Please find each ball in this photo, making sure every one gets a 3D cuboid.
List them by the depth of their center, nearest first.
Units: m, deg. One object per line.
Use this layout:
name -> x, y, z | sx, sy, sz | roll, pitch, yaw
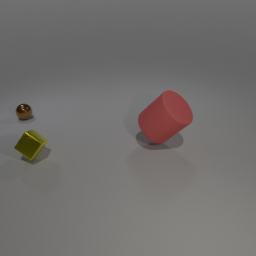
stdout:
ball -> -4.578, -0.726, 12.331 | 0.700, 0.700, 0.700 | 0, 29, 0

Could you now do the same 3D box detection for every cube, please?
cube -> -3.263, 0.555, 9.500 | 0.700, 0.700, 0.700 | 35, 7, -2

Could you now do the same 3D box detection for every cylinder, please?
cylinder -> 1.305, -0.374, 9.870 | 1.400, 1.400, 1.400 | 24, 45, -27
